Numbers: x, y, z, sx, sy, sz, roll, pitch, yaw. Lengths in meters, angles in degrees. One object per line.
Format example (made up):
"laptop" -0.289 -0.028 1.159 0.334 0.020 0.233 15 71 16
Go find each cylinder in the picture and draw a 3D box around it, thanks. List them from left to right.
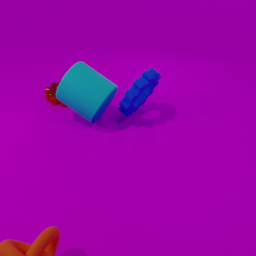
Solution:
"cylinder" -1.223 -1.066 8.478 1.359 1.359 1.359 35 42 1

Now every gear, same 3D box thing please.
"gear" -2.153 -1.294 10.080 1.584 0.293 1.584 0 36 0
"gear" 0.368 -1.091 8.644 0.304 1.646 1.646 41 48 11

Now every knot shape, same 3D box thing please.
"knot shape" -1.358 2.255 4.305 0.633 1.370 1.282 -26 69 11
